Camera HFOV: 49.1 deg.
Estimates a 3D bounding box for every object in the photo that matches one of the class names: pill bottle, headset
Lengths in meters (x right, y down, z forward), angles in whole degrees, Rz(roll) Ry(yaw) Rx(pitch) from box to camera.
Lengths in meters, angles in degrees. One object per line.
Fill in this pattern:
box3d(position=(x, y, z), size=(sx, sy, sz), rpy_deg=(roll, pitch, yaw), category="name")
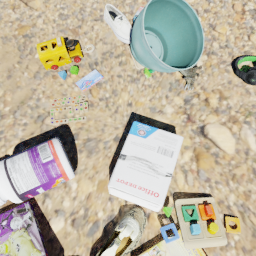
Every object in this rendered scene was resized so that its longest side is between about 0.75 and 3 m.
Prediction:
box3d(position=(-3.412, 1.569, 9.577), size=(2.845, 1.585, 1.585), rpy_deg=(-24, 66, -11), category="pill bottle")
box3d(position=(5.666, -2.243, 12.025), size=(1.448, 1.101, 2.344), rpy_deg=(-31, 53, -17), category="headset")

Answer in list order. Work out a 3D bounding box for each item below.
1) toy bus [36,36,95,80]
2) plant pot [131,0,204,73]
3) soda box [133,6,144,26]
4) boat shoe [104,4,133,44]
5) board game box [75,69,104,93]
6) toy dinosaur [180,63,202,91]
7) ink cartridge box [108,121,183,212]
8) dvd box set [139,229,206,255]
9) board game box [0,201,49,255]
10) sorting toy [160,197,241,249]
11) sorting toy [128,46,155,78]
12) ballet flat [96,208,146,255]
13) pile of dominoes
box3d(position=(-2.883, -3.404, 12.201), size=(2.026, 1.110, 2.148), rpy_deg=(23, 71, 17), category="toy bus")
box3d(position=(1.314, -3.525, 11.363), size=(2.946, 1.974, 2.946), rpy_deg=(4, 82, -30), category="plant pot")
box3d(position=(1.583, -4.757, 13.094), size=(2.602, 0.827, 0.890), rpy_deg=(22, 66, 11), category="soda box")
box3d(position=(-0.352, -4.956, 13.215), size=(0.854, 0.780, 2.374), rpy_deg=(-28, 67, -13), category="boat shoe")
box3d(position=(-1.671, -2.056, 12.175), size=(1.129, 0.110, 0.581), rpy_deg=(-38, 68, -17), category="board game box")
box3d(position=(2.572, -2.541, 12.097), size=(0.929, 0.699, 1.816), rpy_deg=(-18, 68, -19), category="toy dinosaur")
box3d(position=(0.636, 1.341, 9.932), size=(1.903, 1.109, 2.632), rpy_deg=(19, 64, 8), category="ink cartridge box")
box3d(position=(1.405, 4.378, 8.911), size=(2.191, 0.322, 1.603), rpy_deg=(-28, 67, -13), category="dvd box set")
box3d(position=(-3.474, 3.930, 8.653), size=(1.792, 0.482, 2.986), rpy_deg=(-27, 53, -12), category="board game box")
box3d(position=(2.445, 3.077, 9.277), size=(2.838, 0.387, 1.598), rpy_deg=(-1, 56, -11), category="sorting toy")
box3d(position=(0.976, -3.136, 12.596), size=(1.502, 0.299, 2.033), rpy_deg=(-14, 65, -7), category="sorting toy")
box3d(position=(-0.288, 3.669, 8.867), size=(0.914, 1.015, 2.695), rpy_deg=(35, 69, 18), category="ballet flat")
box3d(position=(-2.430, -0.818, 11.491), size=(1.595, 0.254, 1.243), rpy_deg=(-8, 64, -4), category="pile of dominoes")
